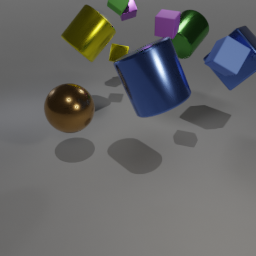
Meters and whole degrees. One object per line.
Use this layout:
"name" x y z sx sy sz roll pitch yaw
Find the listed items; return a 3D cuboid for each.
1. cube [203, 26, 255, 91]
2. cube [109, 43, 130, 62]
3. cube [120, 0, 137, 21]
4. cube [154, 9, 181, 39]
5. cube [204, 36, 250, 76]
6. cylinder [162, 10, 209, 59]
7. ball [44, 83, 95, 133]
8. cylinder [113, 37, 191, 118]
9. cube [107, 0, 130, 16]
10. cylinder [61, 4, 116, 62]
"cube" 3.631 -2.330 9.268 1.400 1.400 1.400 51 38 4
"cube" -0.352 -3.017 11.401 0.700 0.700 0.700 12 14 0
"cube" -0.056 -5.233 12.251 0.700 0.700 0.700 -19 -2 -3
"cube" 1.371 -3.623 9.755 0.700 0.700 0.700 16 47 18
"cube" 2.519 -1.818 7.166 0.700 0.700 0.700 28 5 -7
"cylinder" 2.352 -3.806 11.433 1.400 1.400 1.400 25 68 36
"ball" -1.641 -0.556 7.898 1.400 1.400 1.400 0 30 0
"cylinder" 0.569 -1.164 6.482 1.400 1.400 1.400 -23 17 7
"cube" -0.373 -5.149 11.426 0.700 0.700 0.700 34 4 -11
"cylinder" -1.376 -3.284 9.820 1.400 1.400 1.400 40 5 -4
